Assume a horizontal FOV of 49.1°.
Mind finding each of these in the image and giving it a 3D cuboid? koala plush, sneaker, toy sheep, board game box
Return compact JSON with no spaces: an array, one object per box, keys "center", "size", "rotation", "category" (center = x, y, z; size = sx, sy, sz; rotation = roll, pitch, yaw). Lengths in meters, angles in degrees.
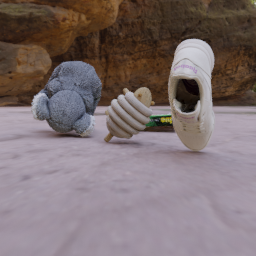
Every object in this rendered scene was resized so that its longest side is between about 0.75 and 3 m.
[{"center":[-1.243,-0.492,5.729],"size":[1.434,1.486,1.617],"rotation":[26,30,-12],"category":"koala plush"},{"center":[0.687,-0.199,3.274],"size":[0.570,1.524,0.759],"rotation":[4,44,23],"category":"sneaker"},{"center":[-0.017,-0.199,4.570],"size":[0.761,1.104,0.761],"rotation":[35,14,-10],"category":"toy sheep"},{"center":[0.841,-0.227,7.429],"size":[1.327,0.297,2.534],"rotation":[-1,4,15],"category":"board game box"}]
